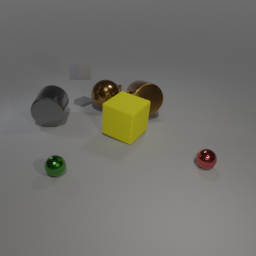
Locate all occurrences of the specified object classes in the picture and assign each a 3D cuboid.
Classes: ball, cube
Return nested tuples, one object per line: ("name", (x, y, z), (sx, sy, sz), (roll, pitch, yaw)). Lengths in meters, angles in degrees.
("ball", (2.709, 1.070, 9.669), (0.700, 0.700, 0.700), (0, 31, 0))
("cube", (-2.148, -2.538, 12.531), (0.700, 0.700, 0.700), (11, 16, 39))
("ball", (-2.430, 1.260, 9.366), (0.700, 0.700, 0.700), (0, 31, 0))
("ball", (-1.051, -1.606, 13.387), (1.400, 1.400, 1.400), (0, 31, 0))
("cube", (-0.083, -0.440, 11.337), (1.400, 1.400, 1.400), (22, 38, 23))

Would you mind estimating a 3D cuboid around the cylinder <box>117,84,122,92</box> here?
("cylinder", (-0.657, -1.845, 14.342), (0.700, 0.700, 0.700), (-2, 16, 1))

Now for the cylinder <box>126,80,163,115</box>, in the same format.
("cylinder", (0.728, -1.419, 12.812), (1.400, 1.400, 1.400), (-8, 17, -13))

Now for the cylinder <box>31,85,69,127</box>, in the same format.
("cylinder", (-3.418, -0.985, 12.373), (1.400, 1.400, 1.400), (-1, 31, -1))
